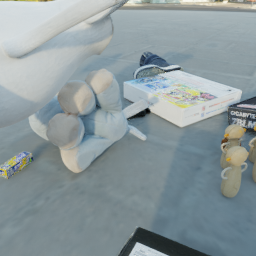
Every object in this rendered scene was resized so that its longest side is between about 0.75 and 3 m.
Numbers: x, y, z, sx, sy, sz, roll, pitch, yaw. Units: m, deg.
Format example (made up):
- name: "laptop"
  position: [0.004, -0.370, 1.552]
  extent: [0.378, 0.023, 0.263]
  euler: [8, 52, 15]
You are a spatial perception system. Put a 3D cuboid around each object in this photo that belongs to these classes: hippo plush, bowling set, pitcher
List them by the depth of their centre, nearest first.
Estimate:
- name: "pitcher"
  position: [-1.503, -1.257, 4.314]
  extent: [2.983, 1.808, 2.559]
  euler: [-37, 14, -24]
- name: "bowling set"
  position: [2.590, 0.308, 6.050]
  extent: [2.435, 1.307, 1.695]
  euler: [-12, 30, -22]
- name: "hippo plush"
  position: [-1.176, -0.497, 6.715]
  extent: [2.158, 2.138, 2.684]
  euler: [24, 36, 37]

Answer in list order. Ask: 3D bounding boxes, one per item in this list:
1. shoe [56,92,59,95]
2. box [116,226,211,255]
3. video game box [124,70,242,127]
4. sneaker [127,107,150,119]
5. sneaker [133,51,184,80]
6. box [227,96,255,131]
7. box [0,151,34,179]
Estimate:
- name: "shoe"
  position: [-2.161, -1.149, 9.582]
  extent: [2.393, 0.639, 0.837]
  euler: [-4, 28, -7]
- name: "box"
  position: [0.744, 2.023, 2.424]
  extent: [1.961, 1.606, 0.844]
  euler: [14, 31, 24]
- name: "video game box"
  position: [1.766, -1.152, 9.546]
  extent: [2.707, 0.696, 2.971]
  euler: [-15, 31, -32]
- name: "sneaker"
  position: [0.316, -0.493, 8.667]
  extent: [0.435, 0.364, 0.958]
  euler: [31, 42, 34]
- name: "sneaker"
  position: [0.788, -2.417, 11.470]
  extent: [2.571, 0.978, 1.858]
  euler: [-12, 39, -41]
- name: "box"
  position: [4.750, -0.514, 7.570]
  extent: [2.816, 0.705, 2.837]
  euler: [-18, 17, -27]
- name: "box"
  position: [-2.489, 0.806, 6.250]
  extent: [0.267, 0.245, 0.762]
  euler: [14, 30, 24]
